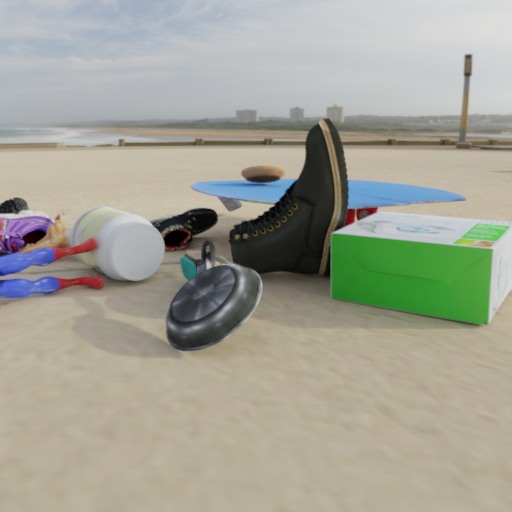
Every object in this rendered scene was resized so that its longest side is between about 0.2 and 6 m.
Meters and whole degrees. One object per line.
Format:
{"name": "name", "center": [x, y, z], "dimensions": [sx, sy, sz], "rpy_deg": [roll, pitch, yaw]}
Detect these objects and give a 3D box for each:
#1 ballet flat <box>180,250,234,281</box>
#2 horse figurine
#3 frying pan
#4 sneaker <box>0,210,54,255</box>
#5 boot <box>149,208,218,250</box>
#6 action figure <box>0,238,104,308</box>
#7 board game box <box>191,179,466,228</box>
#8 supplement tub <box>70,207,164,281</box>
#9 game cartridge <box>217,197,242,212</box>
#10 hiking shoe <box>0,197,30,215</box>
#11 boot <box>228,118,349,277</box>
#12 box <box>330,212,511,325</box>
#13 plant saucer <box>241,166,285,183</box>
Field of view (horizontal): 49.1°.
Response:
{"name": "ballet flat", "center": [-0.638, 0.280, 8.688], "dimensions": [0.679, 0.688, 2.021], "rpy_deg": [-11, 21, -18]}
{"name": "horse figurine", "center": [-3.380, -0.378, 11.222], "dimensions": [2.447, 0.611, 1.621], "rpy_deg": [6, 30, 8]}
{"name": "frying pan", "center": [-0.489, 0.286, 7.360], "dimensions": [1.402, 0.377, 2.318], "rpy_deg": [-16, 36, 27]}
{"name": "sneaker", "center": [-5.115, -0.369, 11.194], "dimensions": [2.337, 0.942, 0.975], "rpy_deg": [-14, 35, -32]}
{"name": "boot", "center": [-1.497, -0.574, 12.391], "dimensions": [1.747, 0.631, 1.319], "rpy_deg": [-14, 19, -20]}
{"name": "action figure", "center": [-3.569, 0.302, 7.912], "dimensions": [3.059, 0.998, 1.514], "rpy_deg": [-11, 3, -37]}
{"name": "board game box", "center": [1.566, -0.939, 12.597], "dimensions": [5.961, 1.161, 4.710], "rpy_deg": [-8, 16, -35]}
{"name": "supplement tub", "center": [-2.439, -0.213, 9.846], "dimensions": [1.159, 1.159, 1.599], "rpy_deg": [-11, 18, -38]}
{"name": "game cartridge", "center": [-0.752, -1.560, 15.671], "dimensions": [0.196, 0.663, 1.023], "rpy_deg": [-45, 12, -15]}
{"name": "hiking shoe", "center": [-5.625, -0.447, 11.958], "dimensions": [1.900, 0.956, 0.719], "rpy_deg": [-26, 50, -10]}
{"name": "boot", "center": [0.403, -0.721, 9.074], "dimensions": [1.968, 2.845, 1.102], "rpy_deg": [-5, 35, -3]}
{"name": "box", "center": [2.655, 0.093, 8.753], "dimensions": [2.355, 1.139, 2.078], "rpy_deg": [8, 18, 33]}
{"name": "plant saucer", "center": [0.156, -1.822, 12.666], "dimensions": [1.002, 0.187, 1.002], "rpy_deg": [-1, -7, 0]}
